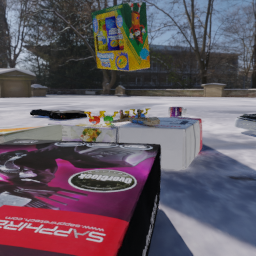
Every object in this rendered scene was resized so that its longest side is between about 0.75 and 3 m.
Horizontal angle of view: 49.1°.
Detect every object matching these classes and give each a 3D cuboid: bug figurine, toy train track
[{"bbox_3d":[-0.272,-0.311,9.072,2.101,0.540,1.629,-3,1,9],"label":"bug figurine"},{"bbox_3d":[0.151,-0.198,4.642,0.727,0.206,1.267,-7,8,-23],"label":"toy train track"}]

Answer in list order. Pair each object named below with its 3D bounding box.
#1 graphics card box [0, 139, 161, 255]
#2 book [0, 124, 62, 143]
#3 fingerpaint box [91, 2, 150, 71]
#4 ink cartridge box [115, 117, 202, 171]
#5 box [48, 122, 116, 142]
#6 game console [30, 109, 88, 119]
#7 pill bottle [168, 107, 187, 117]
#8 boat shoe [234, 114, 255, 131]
[{"bbox_3d":[-0.694,0.606,1.739,1.662,0.674,2.650,1,7,12],"label":"graphics card box"},{"bbox_3d":[-2.356,0.236,5.086,1.607,0.578,2.406,-1,7,6],"label":"book"},{"bbox_3d":[-0.396,-3.694,11.622,1.071,2.436,2.920,-15,21,-28],"label":"fingerpaint box"},{"bbox_3d":[0.606,0.194,4.848,1.126,0.656,1.546,2,10,23],"label":"ink cartridge box"},{"bbox_3d":[-1.040,0.112,6.469,1.941,0.376,0.402,5,9,33],"label":"box"},{"bbox_3d":[-3.159,-0.633,12.340,2.564,0.309,1.512,6,9,30],"label":"game console"},{"bbox_3d":[2.197,-0.730,12.464,0.792,0.445,0.445,1,8,7],"label":"pill bottle"},{"bbox_3d":[4.469,-0.377,7.774,2.908,0.993,1.074,1,8,9],"label":"boat shoe"}]
